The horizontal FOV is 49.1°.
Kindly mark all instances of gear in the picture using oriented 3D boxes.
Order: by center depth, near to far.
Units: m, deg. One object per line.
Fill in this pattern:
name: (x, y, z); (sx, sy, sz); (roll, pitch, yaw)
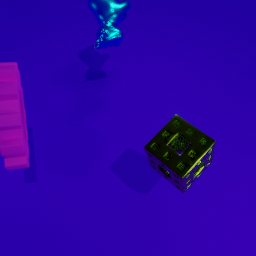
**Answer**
gear: (-1.961, -0.192, 4.779); (0.328, 1.775, 1.775); (-6, 53, -17)

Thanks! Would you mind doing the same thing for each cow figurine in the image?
cow figurine: (-0.675, -3.196, 8.157); (1.702, 0.934, 1.675); (45, 69, -1)

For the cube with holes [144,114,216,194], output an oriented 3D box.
cube with holes: (0.989, 0.505, 5.326); (0.904, 0.904, 0.904); (-44, 61, -13)
